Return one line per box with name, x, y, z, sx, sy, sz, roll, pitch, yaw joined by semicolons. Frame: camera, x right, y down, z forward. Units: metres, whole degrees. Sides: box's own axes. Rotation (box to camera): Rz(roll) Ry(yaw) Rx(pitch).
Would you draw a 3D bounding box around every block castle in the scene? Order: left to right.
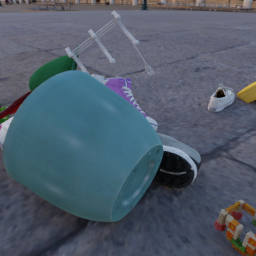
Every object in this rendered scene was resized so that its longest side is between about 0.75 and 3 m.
block castle;2.213;1.891;5.029;0.765;0.537;1.145;-15;33;-34

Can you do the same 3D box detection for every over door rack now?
over door rack;-0.401;-1.972;8.699;1.892;2.561;0.853;-36;43;6

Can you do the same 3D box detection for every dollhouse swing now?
dollhouse swing;5.530;-1.248;11.198;1.591;1.399;1.446;-31;-1;-43

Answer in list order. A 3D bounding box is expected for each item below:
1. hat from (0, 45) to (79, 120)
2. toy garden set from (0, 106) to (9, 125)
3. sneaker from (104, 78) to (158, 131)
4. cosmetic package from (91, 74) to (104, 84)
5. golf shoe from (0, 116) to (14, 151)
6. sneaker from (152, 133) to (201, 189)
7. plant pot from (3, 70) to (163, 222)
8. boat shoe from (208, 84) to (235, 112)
hat;-3.106;-1.643;9.269;2.539;2.389;2.885;11;58;-11
toy garden set;-4.846;-0.408;9.544;1.412;0.338;1.693;-7;29;-13
sneaker;0.049;-0.822;8.595;2.279;1.299;0.826;27;-3;12
cosmetic package;-0.973;-1.108;7.436;0.337;0.469;0.831;9;-9;-31
golf shoe;-2.792;0.448;7.424;1.332;1.096;2.910;-24;30;-14
sneaker;0.429;0.547;7.151;2.993;1.106;1.187;23;26;26
plant pot;-0.619;0.524;5.564;2.154;2.684;2.684;30;38;22
boat shoe;3.615;-1.301;10.737;0.690;0.796;1.867;22;35;35
